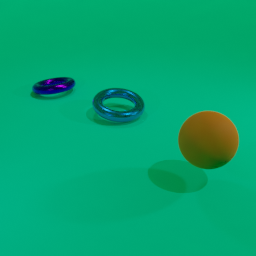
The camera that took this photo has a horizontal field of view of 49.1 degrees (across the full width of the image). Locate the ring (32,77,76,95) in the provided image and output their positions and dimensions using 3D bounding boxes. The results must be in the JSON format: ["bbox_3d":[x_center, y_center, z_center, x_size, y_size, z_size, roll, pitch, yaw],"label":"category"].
[{"bbox_3d":[-2.794,-1.611,10.601,1.627,0.325,1.627,-6,23,2],"label":"ring"}]

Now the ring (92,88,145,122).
[{"bbox_3d":[-0.292,-0.757,8.834,1.668,0.334,1.668,5,38,-4],"label":"ring"}]

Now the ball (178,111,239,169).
[{"bbox_3d":[1.616,0.244,5.685,1.181,1.181,1.181,0,29,0],"label":"ball"}]
